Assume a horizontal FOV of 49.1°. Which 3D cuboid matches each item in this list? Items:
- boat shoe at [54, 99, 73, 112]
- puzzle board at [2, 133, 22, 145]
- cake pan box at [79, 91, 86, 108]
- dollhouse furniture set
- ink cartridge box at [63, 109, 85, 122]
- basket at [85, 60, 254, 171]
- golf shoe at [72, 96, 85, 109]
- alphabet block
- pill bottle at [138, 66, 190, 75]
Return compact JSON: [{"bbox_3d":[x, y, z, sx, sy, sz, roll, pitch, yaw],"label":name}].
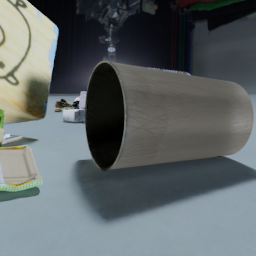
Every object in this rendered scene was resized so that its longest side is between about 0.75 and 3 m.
[{"bbox_3d":[-3.171,-1.177,13.995,0.593,0.594,1.605,1,8,6],"label":"boat shoe"},{"bbox_3d":[-3.305,0.281,5.646,1.401,0.162,1.859,3,8,17],"label":"puzzle board"},{"bbox_3d":[-0.258,-0.863,10.535,2.500,0.654,2.303,11,10,14],"label":"cake pan box"},{"bbox_3d":[-1.939,0.479,3.795,1.039,0.803,2.079,3,25,-32],"label":"dollhouse furniture set"},{"bbox_3d":[-1.737,-0.456,9.836,0.657,0.381,0.890,8,9,38],"label":"ink cartridge box"},{"bbox_3d":[0.643,-0.169,4.375,2.248,1.529,2.027,1,9,-21],"label":"basket"},{"bbox_3d":[-2.427,-1.268,14.115,0.945,0.745,2.052,-5,10,-27],"label":"golf shoe"},{"bbox_3d":[-3.661,-1.708,6.453,2.733,2.718,2.783,-7,-19,28],"label":"alphabet block"},{"bbox_3d":[0.937,-0.987,8.358,2.910,1.546,1.546,8,10,9],"label":"pill bottle"}]
